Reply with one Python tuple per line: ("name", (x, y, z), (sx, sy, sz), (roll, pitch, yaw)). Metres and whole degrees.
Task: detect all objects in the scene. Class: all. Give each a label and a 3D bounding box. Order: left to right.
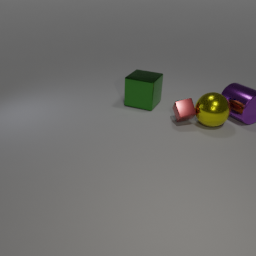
("cube", (0.740, -1.815, 13.187), (1.400, 1.400, 1.400), (14, 31, 20))
("cube", (2.293, -0.725, 11.447), (0.700, 0.700, 0.700), (-14, -13, -4))
("ball", (3.402, -0.744, 11.295), (1.400, 1.400, 1.400), (0, 29, 0))
("cylinder", (4.843, -1.055, 11.866), (1.400, 1.400, 1.400), (-15, 32, -25))
